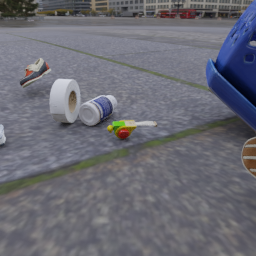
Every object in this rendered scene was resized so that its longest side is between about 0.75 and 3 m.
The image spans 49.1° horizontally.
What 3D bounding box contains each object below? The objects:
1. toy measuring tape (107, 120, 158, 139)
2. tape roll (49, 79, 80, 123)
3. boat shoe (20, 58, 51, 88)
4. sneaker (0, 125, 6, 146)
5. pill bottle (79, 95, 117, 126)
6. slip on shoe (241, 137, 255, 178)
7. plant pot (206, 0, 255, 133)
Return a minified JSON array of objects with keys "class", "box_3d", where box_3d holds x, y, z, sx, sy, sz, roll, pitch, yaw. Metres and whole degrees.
[{"class":"toy measuring tape","box_3d":[0.092,0.038,6.802,1.227,0.451,0.451,-2,23,-16]},{"class":"tape roll","box_3d":[-1.673,-0.723,7.547,0.412,1.178,1.178,5,24,10]},{"class":"boat shoe","box_3d":[-3.501,-2.062,10.379,0.704,0.619,1.979,-22,22,21]},{"class":"sneaker","box_3d":[-3.059,0.183,6.606,0.318,0.308,0.871,-23,27,-11]},{"class":"pill bottle","box_3d":[-0.790,-0.542,7.851,0.646,0.646,1.163,12,27,26]},{"class":"slip on shoe","box_3d":[2.467,0.504,3.799,0.597,0.749,1.969,14,-7,-25]},{"class":"plant pot","box_3d":[3.409,-1.420,6.901,2.619,2.354,2.619,40,24,-4]}]
